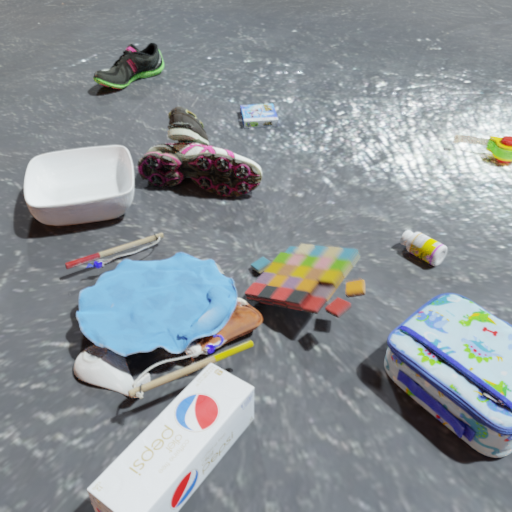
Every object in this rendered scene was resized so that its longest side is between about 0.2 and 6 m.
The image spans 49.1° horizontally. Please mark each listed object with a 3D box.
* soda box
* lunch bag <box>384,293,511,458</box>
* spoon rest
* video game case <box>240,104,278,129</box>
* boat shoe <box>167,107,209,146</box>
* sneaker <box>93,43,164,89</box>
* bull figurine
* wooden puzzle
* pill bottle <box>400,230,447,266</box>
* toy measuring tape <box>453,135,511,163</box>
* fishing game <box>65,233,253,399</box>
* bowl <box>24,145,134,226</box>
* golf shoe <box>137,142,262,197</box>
[{"bbox_3d":[-1.056,2.671,7.731,0.852,0.796,2.501,24,45,26],"label":"soda box"},{"bbox_3d":[3.331,1.763,8.697,1.944,0.997,2.418,-28,46,-25],"label":"lunch bag"},{"bbox_3d":[-2.310,1.876,9.037,1.636,0.496,0.813,17,40,39],"label":"spoon rest"},{"bbox_3d":[0.080,-4.053,16.187,0.984,0.247,1.086,-4,40,-6],"label":"video game case"},{"bbox_3d":[-1.644,-3.122,13.864,0.820,0.692,2.299,0,2,4],"label":"boat shoe"},{"bbox_3d":[-4.171,-6.191,18.042,1.040,1.135,2.710,26,47,28],"label":"sneaker"},{"bbox_3d":[-0.694,1.225,9.673,1.582,0.515,0.960,-17,41,-22],"label":"bull figurine"},{"bbox_3d":[0.858,0.353,10.244,2.688,0.189,1.594,7,42,40],"label":"wooden puzzle"},{"bbox_3d":[3.389,-0.185,11.401,0.463,0.463,0.888,-30,48,-31],"label":"pill bottle"},{"bbox_3d":[6.036,-2.772,14.344,1.886,0.694,0.694,11,41,12],"label":"toy measuring tape"},{"bbox_3d":[-1.733,0.850,10.006,2.872,0.623,4.010,-22,39,-26],"label":"fishing game"},{"bbox_3d":[-3.926,-1.534,12.693,2.361,0.882,2.364,-9,42,-11],"label":"bowl"},{"bbox_3d":[-1.236,-2.256,13.385,3.013,1.094,1.387,11,40,13],"label":"golf shoe"}]
